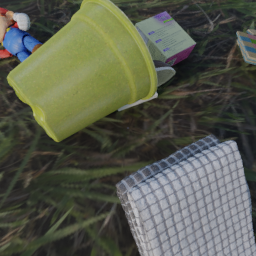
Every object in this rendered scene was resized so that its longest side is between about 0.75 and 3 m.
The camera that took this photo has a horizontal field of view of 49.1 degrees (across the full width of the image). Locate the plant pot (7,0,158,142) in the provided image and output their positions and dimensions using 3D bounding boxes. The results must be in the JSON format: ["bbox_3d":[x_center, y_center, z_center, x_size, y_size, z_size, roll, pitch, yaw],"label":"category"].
[{"bbox_3d":[-1.161,-1.097,6.405,2.509,2.729,2.729,-39,64,-16],"label":"plant pot"}]

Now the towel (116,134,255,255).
[{"bbox_3d":[1.100,1.644,4.873,2.099,2.535,1.085,-23,16,-21],"label":"towel"}]

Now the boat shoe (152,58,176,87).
[{"bbox_3d":[0.358,-1.440,7.086,2.537,0.911,0.755,-18,70,-51],"label":"boat shoe"}]

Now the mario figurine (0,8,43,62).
[{"bbox_3d":[-3.499,-2.547,8.070,2.668,1.414,1.647,41,82,18],"label":"mario figurine"}]

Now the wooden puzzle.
[{"bbox_3d":[4.142,-2.226,8.326,1.678,0.199,2.830,14,43,-4],"label":"wooden puzzle"}]

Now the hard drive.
[{"bbox_3d":[0.122,-0.984,7.910,1.204,0.161,0.794,-21,58,-14],"label":"hard drive"}]

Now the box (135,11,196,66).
[{"bbox_3d":[1.038,-2.595,8.420,1.267,0.696,1.440,-33,77,-27],"label":"box"}]
